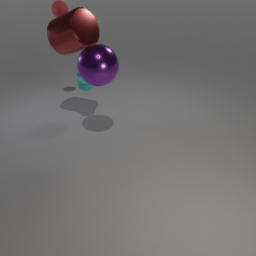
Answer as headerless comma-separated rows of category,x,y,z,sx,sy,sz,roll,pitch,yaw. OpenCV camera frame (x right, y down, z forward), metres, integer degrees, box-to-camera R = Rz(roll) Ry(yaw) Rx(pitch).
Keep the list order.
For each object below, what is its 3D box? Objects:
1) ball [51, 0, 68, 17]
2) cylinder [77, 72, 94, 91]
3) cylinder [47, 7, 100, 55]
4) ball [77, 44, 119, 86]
ball,-2.830,-4.920,11.633,0.700,0.700,0.700,0,29,0
cylinder,-1.720,-1.952,11.404,0.700,0.700,0.700,2,73,-6
cylinder,-2.014,-3.526,10.334,1.400,1.400,1.400,-5,21,38
ball,-1.002,-2.104,9.420,1.400,1.400,1.400,0,29,0
